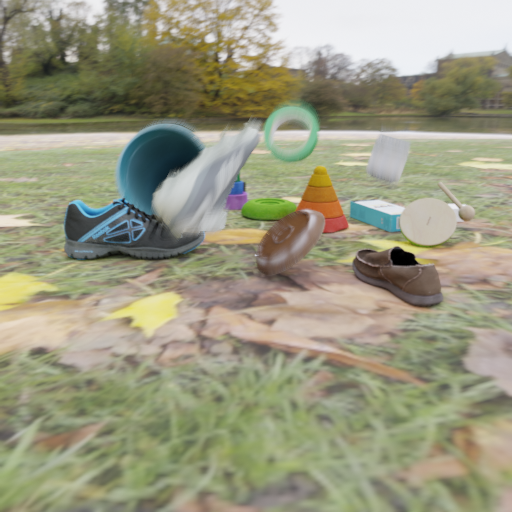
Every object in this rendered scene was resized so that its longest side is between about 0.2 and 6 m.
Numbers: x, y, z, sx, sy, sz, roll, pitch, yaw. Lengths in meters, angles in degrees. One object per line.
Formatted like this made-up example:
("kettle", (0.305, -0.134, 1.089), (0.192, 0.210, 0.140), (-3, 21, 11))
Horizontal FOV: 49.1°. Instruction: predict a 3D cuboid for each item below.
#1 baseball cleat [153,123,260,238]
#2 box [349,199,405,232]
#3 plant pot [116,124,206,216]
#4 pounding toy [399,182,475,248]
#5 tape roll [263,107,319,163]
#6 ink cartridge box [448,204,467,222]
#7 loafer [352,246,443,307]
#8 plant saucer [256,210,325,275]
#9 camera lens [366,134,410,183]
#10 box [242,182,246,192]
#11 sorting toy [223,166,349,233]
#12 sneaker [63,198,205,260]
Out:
("baseball cleat", (-0.664, -1.176, 9.340), (2.316, 1.232, 0.807), (-40, 26, -24))
("box", (3.070, -1.012, 13.729), (0.747, 0.446, 1.817), (-6, 17, -20))
("plant pot", (-1.860, -1.701, 13.088), (2.151, 2.151, 2.021), (3, -7, 10))
("pounding toy", (3.793, -0.682, 12.013), (1.494, 0.693, 1.153), (-38, 60, -7))
("tape roll", (0.756, -2.634, 12.148), (1.184, 1.184, 0.285), (4, -9, 13))
("ink cartridge box", (4.834, -1.077, 14.124), (1.074, 0.362, 0.626), (-1, 16, 3))
("loafer", (2.306, 0.165, 9.113), (0.754, 0.733, 2.064), (-7, 18, -24))
("plant saucer", (0.526, -0.301, 9.675), (1.465, 0.235, 1.465), (-33, 28, 20))
("camera lens", (2.445, -1.793, 10.396), (0.636, 0.795, 0.636), (16, 13, -4))
("box", (-1.542, -2.180, 17.860), (1.788, 0.425, 1.727), (15, 24, 40))
("sorting toy", (0.545, -1.694, 14.278), (1.499, 1.489, 4.322), (-14, 22, -39))
("sneaker", (-2.361, -0.546, 10.913), (2.729, 1.118, 0.999), (-2, 15, -11))
